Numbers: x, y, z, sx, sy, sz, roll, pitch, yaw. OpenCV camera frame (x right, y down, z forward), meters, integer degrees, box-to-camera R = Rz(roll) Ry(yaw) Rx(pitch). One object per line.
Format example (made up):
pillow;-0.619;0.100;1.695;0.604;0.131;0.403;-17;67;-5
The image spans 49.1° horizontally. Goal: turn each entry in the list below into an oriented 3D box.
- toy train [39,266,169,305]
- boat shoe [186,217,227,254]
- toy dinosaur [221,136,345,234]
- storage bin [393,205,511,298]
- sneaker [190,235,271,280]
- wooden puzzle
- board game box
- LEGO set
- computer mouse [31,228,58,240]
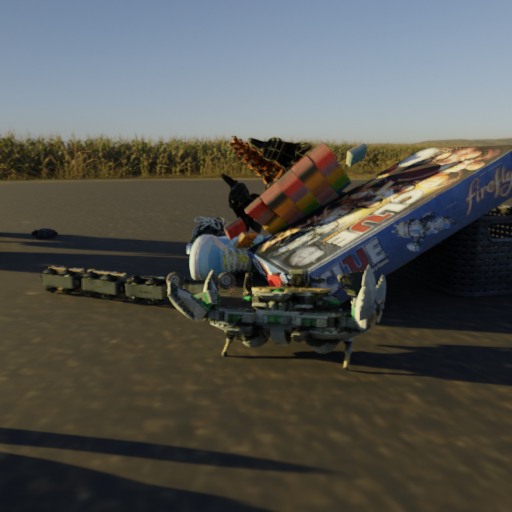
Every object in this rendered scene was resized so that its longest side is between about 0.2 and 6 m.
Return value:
toy train;-2.155;0.377;7.990;2.296;0.392;0.526;4;13;25
boat shoe;-0.970;-0.468;11.941;0.783;0.725;2.122;2;10;12
toy dinosaur;0.664;-1.124;10.871;3.696;1.888;2.508;21;6;31
storage bin;3.364;-0.216;9.235;1.743;1.209;2.579;-3;10;-14
sneaker;-0.225;0.003;9.266;1.254;0.764;1.921;2;11;20
wooden puzzle;0.722;-0.907;8.916;0.184;2.619;1.553;54;10;26
board game box;1.782;-0.528;8.220;3.533;0.611;2.394;-30;16;-9
LEGO set;0.164;0.644;6.140;2.266;0.989;3.489;0;-3;-9
computer mouse;-5.274;-0.581;13.953;0.640;0.244;0.924;-3;10;-21
